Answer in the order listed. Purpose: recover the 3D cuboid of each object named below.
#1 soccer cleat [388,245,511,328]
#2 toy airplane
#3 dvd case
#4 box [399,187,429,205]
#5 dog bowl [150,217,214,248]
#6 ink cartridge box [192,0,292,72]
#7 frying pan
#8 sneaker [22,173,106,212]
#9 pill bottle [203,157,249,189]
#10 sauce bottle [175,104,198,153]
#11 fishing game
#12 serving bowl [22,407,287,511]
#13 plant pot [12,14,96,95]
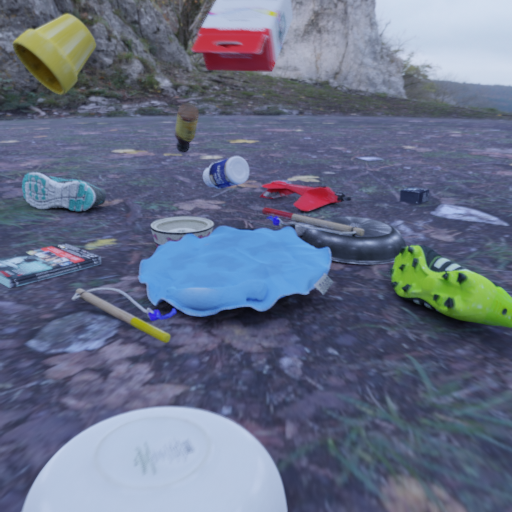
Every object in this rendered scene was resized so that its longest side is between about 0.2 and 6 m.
[{"bbox_3d":[2.895,0.492,8.557,1.095,0.913,2.703,24,7,-14],"label":"soccer cleat"},{"bbox_3d":[1.370,-1.788,15.899,2.775,0.510,2.775,1,16,0],"label":"toy airplane"},{"bbox_3d":[-4.014,0.145,10.453,1.295,0.195,1.775,16,23,40],"label":"dvd case"},{"bbox_3d":[4.502,-1.712,15.913,0.602,0.360,0.613,16,25,41],"label":"box"},{"bbox_3d":[-1.548,-0.440,11.780,1.324,0.488,1.324,1,18,0],"label":"dog bowl"},{"bbox_3d":[-0.152,-2.963,7.448,0.941,0.545,1.621,7,54,16],"label":"ink cartridge box"},{"bbox_3d":[1.484,-0.532,12.089,3.759,0.612,2.274,20,26,39],"label":"frying pan"},{"bbox_3d":[-5.204,-1.694,15.261,2.518,0.977,1.148,14,11,20],"label":"sneaker"},{"bbox_3d":[-0.601,-1.552,10.598,0.515,0.515,0.927,-15,7,-38],"label":"pill bottle"},{"bbox_3d":[-1.668,-2.985,13.282,0.485,0.485,1.470,-4,-21,-13],"label":"sauce bottle"},{"bbox_3d":[-0.316,0.261,9.396,3.323,0.721,4.641,15,31,39],"label":"fishing game"},{"bbox_3d":[-0.795,1.822,4.463,2.116,0.696,2.116,1,18,0],"label":"serving bowl"},{"bbox_3d":[-2.987,-3.125,8.507,0.979,0.979,0.921,21,66,48],"label":"plant pot"}]
